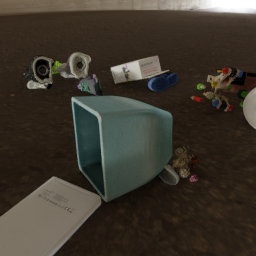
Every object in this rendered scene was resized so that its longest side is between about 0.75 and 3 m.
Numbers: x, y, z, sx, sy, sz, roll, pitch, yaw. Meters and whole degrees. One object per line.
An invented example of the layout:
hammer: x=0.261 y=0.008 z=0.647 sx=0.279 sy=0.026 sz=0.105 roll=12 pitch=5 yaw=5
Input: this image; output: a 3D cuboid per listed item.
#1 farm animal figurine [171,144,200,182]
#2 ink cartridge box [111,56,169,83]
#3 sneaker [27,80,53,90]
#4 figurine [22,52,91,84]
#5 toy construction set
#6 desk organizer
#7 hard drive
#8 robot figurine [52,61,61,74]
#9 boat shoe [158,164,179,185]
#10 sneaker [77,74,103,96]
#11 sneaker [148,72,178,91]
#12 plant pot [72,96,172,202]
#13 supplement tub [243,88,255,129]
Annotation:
farm animal figurine: x=1.587 y=1.073 z=7.970 sx=0.843 sy=0.525 sz=1.044 roll=42 pitch=37 yaw=-8
ink cartridge box: x=0.580 y=-2.969 z=14.116 sx=1.510 sy=0.890 sz=2.622 roll=-27 pitch=18 yaw=-39
sneaker: x=-4.338 y=-2.155 z=13.924 sx=1.235 sy=0.466 sz=0.711 roll=-17 pitch=31 yaw=-32
figurine: x=-3.700 y=-2.968 z=14.283 sx=2.972 sy=1.279 sz=2.900 roll=-14 pitch=11 yaw=-29
toy construction set: x=3.756 y=-1.652 z=12.166 sx=2.216 sy=1.848 sz=1.702 roll=-14 pitch=14 yaw=-8
desk organizer: x=5.343 y=-2.272 z=13.725 sx=2.234 sy=0.860 sz=0.801 roll=11 pitch=31 yaw=19
hard drive: x=-1.955 y=2.103 z=6.347 sx=1.595 sy=0.323 sz=2.418 roll=16 pitch=32 yaw=26
robot figurine: x=-4.204 y=-3.415 z=16.021 sx=0.909 sy=0.600 sz=1.037 roll=-21 pitch=6 yaw=40
boat shoe: x=1.024 y=1.133 z=7.956 sx=0.432 sy=0.496 sz=1.347 roll=-20 pitch=27 yaw=-24
sneaker: x=-1.840 y=-1.886 z=13.226 sx=1.070 sy=0.910 sz=2.444 roll=-15 pitch=20 yaw=-6
sneaker: x=1.594 y=-2.363 z=14.122 sx=0.843 sy=0.759 sz=2.163 roll=17 pitch=28 yaw=40
plant pot: x=-0.046 y=0.255 z=7.517 sx=2.232 sy=2.191 sz=2.185 roll=-12 pitch=21 yaw=-24
supplement tub: x=5.656 y=-0.986 z=10.452 sx=2.453 sy=1.774 sz=1.774 roll=-25 pitch=38 yaw=-37
